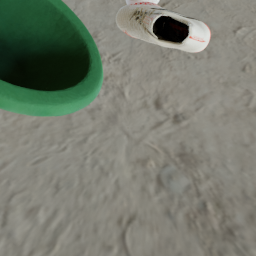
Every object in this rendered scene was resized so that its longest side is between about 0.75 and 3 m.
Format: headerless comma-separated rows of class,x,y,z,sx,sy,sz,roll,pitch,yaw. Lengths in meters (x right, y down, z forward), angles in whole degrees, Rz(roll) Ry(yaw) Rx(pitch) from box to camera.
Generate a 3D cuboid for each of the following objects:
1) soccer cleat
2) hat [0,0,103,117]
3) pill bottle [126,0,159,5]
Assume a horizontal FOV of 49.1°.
soccer cleat,0.583,-2.273,6.140,2.516,0.863,1.072,30,24,29
hat,-1.989,-0.625,3.602,2.604,2.292,2.157,36,40,-18
pill bottle,0.236,-3.972,6.627,1.197,2.002,1.197,-5,53,7
